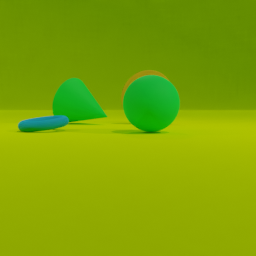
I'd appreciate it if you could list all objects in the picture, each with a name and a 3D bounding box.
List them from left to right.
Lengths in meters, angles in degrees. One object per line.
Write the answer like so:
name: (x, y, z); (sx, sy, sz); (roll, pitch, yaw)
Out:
ring: (-1.825, -0.102, 6.079); (1.066, 0.213, 1.066); (-6, 9, 1)
cone: (-1.225, -0.595, 8.554); (1.503, 1.497, 1.497); (24, 15, 26)
ball: (0.463, -0.488, 5.617); (1.134, 1.134, 1.134); (0, 4, 0)
cone: (0.829, -0.837, 9.288); (1.642, 1.642, 1.649); (1, -10, 21)
